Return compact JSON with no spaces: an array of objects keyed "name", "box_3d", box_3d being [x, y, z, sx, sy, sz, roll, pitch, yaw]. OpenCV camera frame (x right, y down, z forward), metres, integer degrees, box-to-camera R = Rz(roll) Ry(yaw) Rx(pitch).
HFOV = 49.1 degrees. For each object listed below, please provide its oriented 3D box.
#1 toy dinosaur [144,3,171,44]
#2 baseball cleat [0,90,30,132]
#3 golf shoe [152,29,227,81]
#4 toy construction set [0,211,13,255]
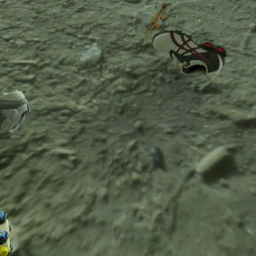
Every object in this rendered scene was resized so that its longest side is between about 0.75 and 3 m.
[{"name":"toy dinosaur","box_3d":[0.914,-3.681,9.769,0.461,1.583,0.800,38,19,10]},{"name":"baseball cleat","box_3d":[-3.575,-0.234,7.345,1.990,0.694,1.059,-27,82,0]},{"name":"golf shoe","box_3d":[1.749,-2.304,8.719,2.475,0.955,1.090,23,75,24]},{"name":"toy construction set","box_3d":[-2.887,2.126,5.256,1.244,0.874,1.898,-13,40,-21]}]
